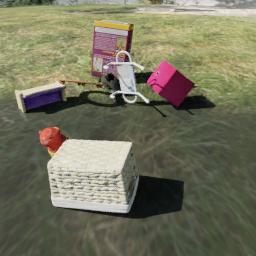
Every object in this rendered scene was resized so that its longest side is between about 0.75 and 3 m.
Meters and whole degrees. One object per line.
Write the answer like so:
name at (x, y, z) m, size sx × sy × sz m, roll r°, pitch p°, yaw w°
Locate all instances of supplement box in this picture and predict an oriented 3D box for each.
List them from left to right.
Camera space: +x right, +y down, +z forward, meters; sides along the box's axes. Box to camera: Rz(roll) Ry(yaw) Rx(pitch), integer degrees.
supplement box at (-0.667, -3.353, 12.066) m, size 1.522 × 2.325 × 1.200 m, roll 11°, pitch 24°, yaw 6°

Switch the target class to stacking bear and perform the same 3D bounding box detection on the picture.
stacking bear at (-1.553, 0.417, 6.490) m, size 0.717 × 1.181 × 0.672 m, roll 23°, pitch 69°, yaw 42°

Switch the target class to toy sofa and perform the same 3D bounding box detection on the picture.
toy sofa at (-3.007, -1.105, 9.898) m, size 1.682 × 0.697 × 0.821 m, roll -22°, pitch 33°, yaw -34°

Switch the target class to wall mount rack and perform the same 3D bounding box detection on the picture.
wall mount rack at (0.055, -1.554, 9.352) m, size 1.653 × 1.902 × 0.709 m, roll 8°, pitch 34°, yaw 32°

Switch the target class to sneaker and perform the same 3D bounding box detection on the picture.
sneaker at (-0.693, -1.927, 11.204) m, size 0.614 × 0.734 × 1.617 m, roll -43°, pitch 37°, yaw -9°

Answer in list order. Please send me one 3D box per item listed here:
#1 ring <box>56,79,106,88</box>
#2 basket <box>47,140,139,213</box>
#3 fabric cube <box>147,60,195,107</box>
ring at (-1.716, -1.626, 10.307) m, size 1.858 × 0.178 × 1.858 m, roll 7°, pitch 7°, yaw -1°
basket at (-0.690, 0.924, 5.730) m, size 1.657 × 1.022 × 1.123 m, roll 1°, pitch 29°, yaw 13°
fabric cube at (1.495, -1.571, 9.890) m, size 1.049 × 1.029 × 1.046 m, roll 29°, pitch 17°, yaw -31°
